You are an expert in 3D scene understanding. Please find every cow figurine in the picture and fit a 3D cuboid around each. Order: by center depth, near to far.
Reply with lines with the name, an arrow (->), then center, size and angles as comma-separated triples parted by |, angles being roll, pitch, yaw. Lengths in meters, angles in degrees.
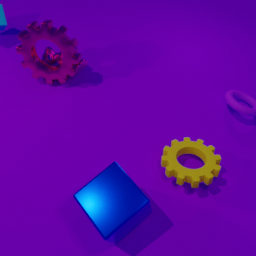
cow figurine -> -2.316, -2.369, 9.945 | 1.389, 0.775, 1.412 | -35, 90, 8

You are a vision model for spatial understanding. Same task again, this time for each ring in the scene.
ring -> 3.680, -0.808, 8.955 | 1.224, 0.245, 1.224 | 13, 37, -10

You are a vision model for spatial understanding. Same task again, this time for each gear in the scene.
gear -> 1.713, 0.901, 7.653 | 1.563, 0.289, 1.563 | -1, 41, 1
gear -> -2.593, -2.445, 9.195 | 2.059, 2.059, 0.381 | 8, 38, 5

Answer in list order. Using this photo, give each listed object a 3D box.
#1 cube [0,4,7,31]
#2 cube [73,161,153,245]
cube -> -5.116, -4.144, 10.569 | 0.774, 0.774, 0.774 | -17, 100, -32
cube -> -0.314, 1.839, 6.773 | 1.282, 1.282, 1.282 | -38, 64, -12
